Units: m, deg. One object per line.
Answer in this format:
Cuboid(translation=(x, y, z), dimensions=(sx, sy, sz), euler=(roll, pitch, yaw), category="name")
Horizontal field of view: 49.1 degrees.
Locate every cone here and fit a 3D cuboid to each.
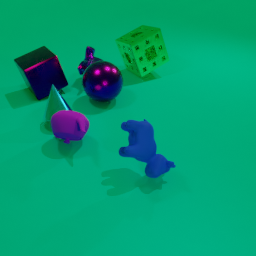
Cuboid(translation=(-2.178, -0.820, 8.470), dimensions=(1.006, 1.010, 1.006), euler=(-8, 13, 2), category="cone")

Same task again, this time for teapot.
Cuboid(translation=(-1.551, 0.008, 7.543), dimensions=(1.040, 0.819, 1.673), euler=(20, -22, -37), category="teapot")

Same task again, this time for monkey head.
Cuboid(translation=(-1.241, -2.444, 10.736), dimensions=(1.097, 1.309, 1.820), euler=(12, 6, 28), category="monkey head")

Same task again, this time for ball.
Cuboid(translation=(-0.854, -1.564, 9.467), dimensions=(1.387, 1.387, 1.387), euler=(0, 36, 0), category="ball")

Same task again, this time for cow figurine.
Cuboid(translation=(0.477, 0.473, 6.540), dimensions=(1.335, 1.357, 0.745), euler=(7, -9, -21), category="cow figurine")

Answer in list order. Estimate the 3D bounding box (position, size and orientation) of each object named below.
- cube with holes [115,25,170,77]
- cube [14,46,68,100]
Cuboid(translation=(0.565, -3.091, 11.138), dimensions=(1.360, 1.360, 1.360), euler=(-32, 34, -12), category="cube with holes")
Cuboid(translation=(-3.079, -1.977, 9.980), dimensions=(1.230, 1.230, 1.230), euler=(-32, 45, -18), category="cube")
